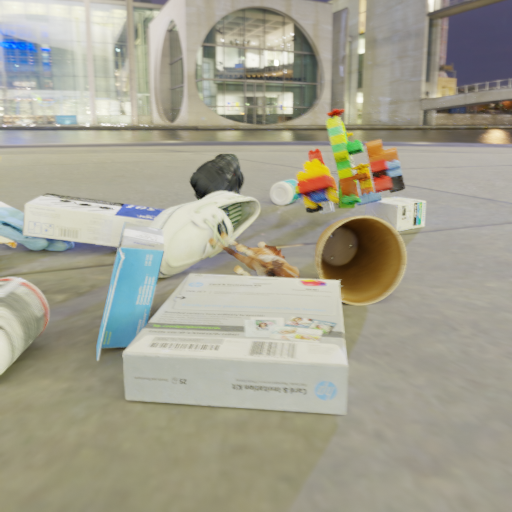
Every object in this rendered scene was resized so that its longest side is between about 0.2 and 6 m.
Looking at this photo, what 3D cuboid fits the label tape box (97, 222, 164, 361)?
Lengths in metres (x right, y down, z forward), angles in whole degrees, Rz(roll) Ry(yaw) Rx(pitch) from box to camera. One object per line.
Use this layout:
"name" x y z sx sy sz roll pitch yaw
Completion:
"label tape box" -1.244 0.326 5.636 0.477 1.034 1.443 12 13 -15

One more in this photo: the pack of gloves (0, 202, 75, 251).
"pack of gloves" -4.979 -0.496 9.278 3.470 0.685 2.916 22 9 24

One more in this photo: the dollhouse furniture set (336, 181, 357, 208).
"dollhouse furniture set" 2.100 -1.690 14.401 0.876 0.676 1.752 -1 14 -4

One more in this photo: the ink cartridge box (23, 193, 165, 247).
"ink cartridge box" -2.476 -0.556 9.506 2.518 0.557 1.184 8 14 -6

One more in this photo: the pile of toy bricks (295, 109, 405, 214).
"pile of toy bricks" 1.533 -1.742 9.936 1.848 1.644 3.330 -12 0 13

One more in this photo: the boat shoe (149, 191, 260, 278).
"boat shoe" -0.741 -0.451 8.315 0.810 0.892 2.425 -1 28 29

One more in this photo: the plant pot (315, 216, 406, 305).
"plant pot" 1.186 -0.035 7.207 1.085 1.085 1.164 -2 10 -7

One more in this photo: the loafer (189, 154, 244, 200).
"loafer" -0.650 -1.294 10.913 0.983 0.951 2.800 -42 -3 -5

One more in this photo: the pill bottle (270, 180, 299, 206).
"pill bottle" 0.818 -1.649 14.416 0.600 0.600 1.083 7 15 25

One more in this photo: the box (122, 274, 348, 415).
"box" -0.053 0.707 5.391 1.778 0.469 2.280 2 15 6

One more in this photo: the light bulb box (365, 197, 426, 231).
"light bulb box" 2.838 -0.869 11.418 0.878 0.548 0.870 -9 16 -34

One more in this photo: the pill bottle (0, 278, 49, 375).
"pill bottle" -2.378 0.696 4.927 0.673 0.673 1.162 2 20 6

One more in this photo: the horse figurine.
"horse figurine" 0.114 0.115 7.243 1.184 0.446 1.786 25 6 -27
